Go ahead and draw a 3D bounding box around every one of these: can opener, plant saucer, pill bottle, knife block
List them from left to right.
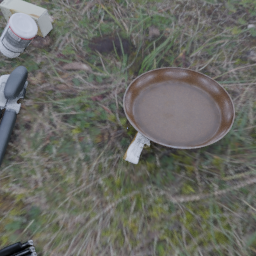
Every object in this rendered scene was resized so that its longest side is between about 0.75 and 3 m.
[{"bbox_3d":[-2.970,2.862,5.503,2.103,0.673,1.846,18,62,10],"label":"knife block"},{"bbox_3d":[-3.265,-0.353,7.149,0.747,0.943,2.838,11,62,-10],"label":"can opener"},{"bbox_3d":[-3.177,-2.596,8.005,0.750,1.317,0.750,15,66,-35],"label":"pill bottle"},{"bbox_3d":[1.244,-0.507,7.089,2.743,0.440,2.743,1,51,-2],"label":"plant saucer"}]

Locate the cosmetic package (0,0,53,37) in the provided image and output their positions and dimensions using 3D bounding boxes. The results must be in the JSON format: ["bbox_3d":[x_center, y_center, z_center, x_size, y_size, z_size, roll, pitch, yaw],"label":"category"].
[{"bbox_3d":[-3.264,-3.579,9.020,1.490,0.784,0.530,24,65,14],"label":"cosmetic package"}]

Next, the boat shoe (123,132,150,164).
[{"bbox_3d":[0.351,0.344,7.057,0.448,0.457,1.292,29,65,3],"label":"boat shoe"}]
